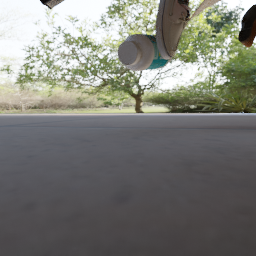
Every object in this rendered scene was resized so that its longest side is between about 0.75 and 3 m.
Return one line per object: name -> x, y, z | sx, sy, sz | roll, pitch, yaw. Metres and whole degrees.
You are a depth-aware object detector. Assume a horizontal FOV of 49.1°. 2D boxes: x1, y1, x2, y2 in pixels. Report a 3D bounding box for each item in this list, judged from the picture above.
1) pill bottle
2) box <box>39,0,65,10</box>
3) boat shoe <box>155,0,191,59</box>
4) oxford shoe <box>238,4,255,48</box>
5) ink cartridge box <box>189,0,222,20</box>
pill bottle -> 0.656, -2.936, 10.921 | 1.380, 1.380, 2.492 | 2, 15, 34
box -> -1.400, -3.582, 6.228 | 1.702, 1.049, 1.688 | -32, 23, 2
boat shoe -> 1.100, -2.555, 6.273 | 0.652, 1.985, 0.714 | 5, -5, 37
oxford shoe -> 2.483, -2.062, 5.648 | 0.338, 0.948, 0.338 | 28, -10, -37
ink cartridge box -> 1.881, -2.887, 5.266 | 1.376, 0.349, 1.562 | -34, -3, -22
